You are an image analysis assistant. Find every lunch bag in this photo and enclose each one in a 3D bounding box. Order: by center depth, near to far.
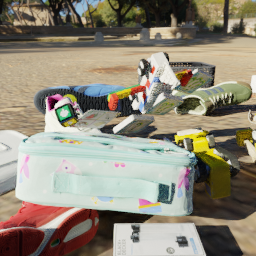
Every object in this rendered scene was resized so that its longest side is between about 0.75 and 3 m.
[{"bbox_3d":[-0.229,0.524,3.789,2.248,0.867,1.803,4,-1,-4],"label":"lunch bag"}]

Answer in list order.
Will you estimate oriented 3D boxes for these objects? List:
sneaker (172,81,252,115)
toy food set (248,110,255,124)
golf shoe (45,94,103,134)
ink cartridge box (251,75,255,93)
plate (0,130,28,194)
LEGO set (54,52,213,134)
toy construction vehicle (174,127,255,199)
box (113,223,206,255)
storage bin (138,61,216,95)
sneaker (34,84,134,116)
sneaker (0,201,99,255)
[{"bbox_3d":[2.478,-0.779,8.442,2.407,0.807,1.081,-1,36,18],"label":"sneaker"},{"bbox_3d":[3.981,-0.335,7.913,1.063,0.321,0.763,9,21,24],"label":"toy food set"},{"bbox_3d":[-1.186,-0.055,5.961,0.864,1.050,2.293,-22,31,-36],"label":"golf shoe"},{"bbox_3d":[6.114,-1.780,11.442,1.698,0.716,1.229,-9,21,-23],"label":"ink cartridge box"},{"bbox_3d":[-2.635,0.558,5.291,2.313,0.375,2.318,17,26,39],"label":"plate"},{"bbox_3d":[0.242,-0.311,4.861,2.183,0.717,2.923,-34,-19,28],"label":"LEGO set"},{"bbox_3d":[1.835,0.504,4.911,1.995,0.807,2.291,-12,11,-3],"label":"toy construction vehicle"},{"bbox_3d":[0.316,1.354,3.124,0.963,0.289,0.562,0,19,0],"label":"box"},{"bbox_3d":[1.818,-1.863,10.903,2.691,1.262,1.819,-2,19,-8],"label":"storage bin"},{"bbox_3d":[-1.279,-0.835,8.354,2.926,0.965,1.147,-3,22,-19],"label":"sneaker"},{"bbox_3d":[-1.252,1.223,3.244,1.668,0.653,0.963,-2,7,-45],"label":"sneaker"}]
